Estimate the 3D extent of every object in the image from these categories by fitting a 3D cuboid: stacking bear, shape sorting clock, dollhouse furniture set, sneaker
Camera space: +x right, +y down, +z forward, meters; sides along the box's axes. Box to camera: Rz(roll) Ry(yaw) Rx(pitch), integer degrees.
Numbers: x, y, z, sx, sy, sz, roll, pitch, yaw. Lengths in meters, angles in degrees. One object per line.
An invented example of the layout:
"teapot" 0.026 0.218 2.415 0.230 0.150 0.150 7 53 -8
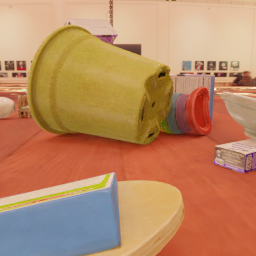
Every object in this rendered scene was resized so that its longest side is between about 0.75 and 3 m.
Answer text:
"stacking bear" 1.109 -0.406 8.012 2.141 1.300 1.218 -2 7 37
"shape sorting clock" -0.914 0.779 1.927 2.622 0.514 2.622 -12 -6 -1
"dollhouse furniture set" -3.285 -1.299 11.635 1.940 1.470 2.213 -1 10 -4
"sneaker" -5.262 -0.599 10.173 2.273 0.800 0.911 -6 20 0

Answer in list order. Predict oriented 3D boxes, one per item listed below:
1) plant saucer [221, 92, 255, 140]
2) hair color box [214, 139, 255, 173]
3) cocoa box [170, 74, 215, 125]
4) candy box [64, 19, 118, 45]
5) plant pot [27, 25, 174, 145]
"plant saucer" 3.113 0.047 5.341 2.878 0.722 2.878 16 10 -3
"hair color box" 2.181 0.478 5.096 1.142 0.370 0.624 -5 12 -34
"cocoa box" 1.913 -1.050 9.790 1.615 1.641 2.461 0 10 2
"candy box" -1.651 -2.745 9.852 1.791 0.764 2.136 -21 -17 -44
"plant pot" -0.432 -0.859 6.897 2.647 2.879 2.879 18 17 24
